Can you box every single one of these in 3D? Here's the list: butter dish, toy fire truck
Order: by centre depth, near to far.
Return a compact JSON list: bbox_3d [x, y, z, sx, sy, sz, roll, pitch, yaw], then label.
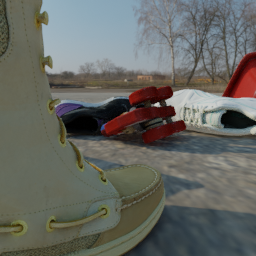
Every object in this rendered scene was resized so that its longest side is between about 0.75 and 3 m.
[{"bbox_3d":[0.243,-0.139,5.758,1.465,0.978,1.744,-23,-6,32],"label":"toy fire truck"},{"bbox_3d":[5.046,-1.232,9.857,2.645,1.955,2.638,-4,-36,-8],"label":"butter dish"}]

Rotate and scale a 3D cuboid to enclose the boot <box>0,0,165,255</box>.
[{"bbox_3d":[-0.474,0.037,1.740,2.020,1.570,0.735,-8,11,-41],"label":"boot"}]

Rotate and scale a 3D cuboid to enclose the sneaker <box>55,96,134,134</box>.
[{"bbox_3d":[-0.567,-0.168,6.532,2.261,0.856,0.990,-7,26,-21],"label":"sneaker"}]

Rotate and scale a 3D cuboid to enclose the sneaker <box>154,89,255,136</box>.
[{"bbox_3d":[1.819,-0.360,6.481,2.833,0.996,1.135,5,13,28],"label":"sneaker"}]
